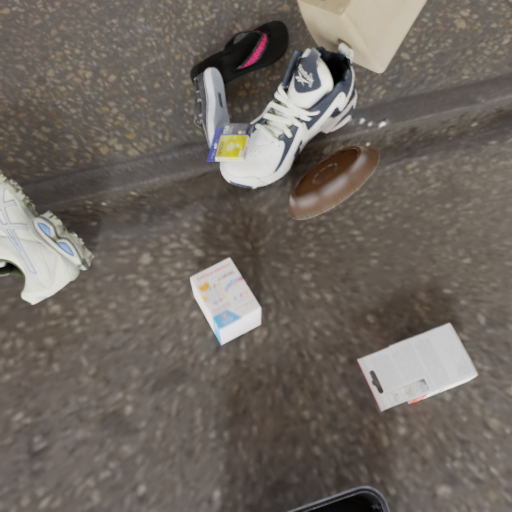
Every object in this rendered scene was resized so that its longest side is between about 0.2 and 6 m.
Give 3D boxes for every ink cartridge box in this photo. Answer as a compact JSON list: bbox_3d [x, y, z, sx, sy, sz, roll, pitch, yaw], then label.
[{"bbox_3d":[-0.495,-2.074,10.224,0.762,0.179,0.753,4,68,18],"label":"ink cartridge box"},{"bbox_3d":[-0.537,0.689,9.217,0.766,0.746,1.192,-27,65,-14],"label":"ink cartridge box"},{"bbox_3d":[2.514,1.800,8.896,1.669,0.420,0.909,-19,66,-8],"label":"ink cartridge box"}]

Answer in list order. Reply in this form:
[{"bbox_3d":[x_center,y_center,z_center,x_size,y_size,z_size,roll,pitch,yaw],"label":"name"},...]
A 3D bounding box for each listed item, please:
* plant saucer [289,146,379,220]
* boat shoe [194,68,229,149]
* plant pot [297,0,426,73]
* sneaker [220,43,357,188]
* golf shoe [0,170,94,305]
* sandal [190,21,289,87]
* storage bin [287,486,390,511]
[{"bbox_3d":[1.269,-1.346,9.734,1.851,1.851,0.297,-47,113,-19],"label":"plant saucer"},{"bbox_3d":[-0.958,-2.826,11.028,0.600,0.634,1.812,-14,76,27],"label":"boat shoe"},{"bbox_3d":[1.784,-4.638,10.135,1.717,1.520,1.715,39,105,34],"label":"plant pot"},{"bbox_3d":[0.626,-2.706,10.128,3.189,2.075,1.273,-31,68,-14],"label":"sneaker"},{"bbox_3d":[-4.347,-0.459,9.605,3.089,1.209,1.502,38,76,18],"label":"golf shoe"},{"bbox_3d":[-0.281,-4.262,11.714,2.470,0.557,0.928,-35,69,-15],"label":"sandal"},{"bbox_3d":[0.731,4.181,7.380,2.357,1.105,1.593,-16,66,-7],"label":"storage bin"}]
